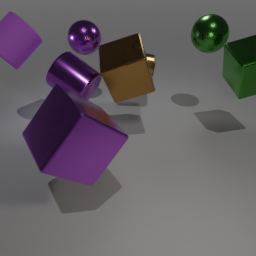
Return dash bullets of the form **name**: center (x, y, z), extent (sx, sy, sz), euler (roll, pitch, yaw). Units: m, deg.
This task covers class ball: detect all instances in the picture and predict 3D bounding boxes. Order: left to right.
- **ball**: center (-1.825, -3.780, 11.732), extent (1.400, 1.400, 1.400), euler (0, 30, 0)
- **ball**: center (3.079, -3.538, 10.548), extent (1.400, 1.400, 1.400), euler (0, 30, 0)

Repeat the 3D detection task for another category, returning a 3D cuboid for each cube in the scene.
- **cube**: center (-1.143, 0.165, 6.019), extent (1.400, 1.400, 1.400), euler (28, 12, -45)
- **cube**: center (-0.039, -1.910, 9.015), extent (1.400, 1.400, 1.400), euler (-15, 50, 9)
- **cube**: center (4.117, -2.063, 9.336), extent (1.400, 1.400, 1.400), euler (-16, 47, 1)

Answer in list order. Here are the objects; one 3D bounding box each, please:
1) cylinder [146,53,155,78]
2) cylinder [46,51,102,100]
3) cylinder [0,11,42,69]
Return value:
- **cylinder**: center (0.353, -2.591, 12.153), extent (1.400, 1.400, 1.400), euler (10, 30, -5)
- **cylinder**: center (-1.873, -1.701, 9.794), extent (1.400, 1.400, 1.400), euler (36, 38, 4)
- **cylinder**: center (-3.967, -3.011, 9.716), extent (1.400, 1.400, 1.400), euler (-50, 46, -5)
